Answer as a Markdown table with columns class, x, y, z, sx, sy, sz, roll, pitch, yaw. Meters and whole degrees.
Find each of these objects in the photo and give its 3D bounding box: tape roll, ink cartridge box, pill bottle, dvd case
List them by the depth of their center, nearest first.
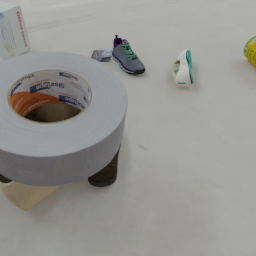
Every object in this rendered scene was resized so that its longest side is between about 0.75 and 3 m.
| class | x | y | z | sx | sy | sz | roll | pitch | yaw |
| --- | --- | --- | --- | --- | --- | --- | --- | --- | --- |
| tape roll | -1.279 | -0.279 | 4.790 | 2.501 | 0.826 | 2.501 | 4 | 47 | -4 |
| pill bottle | 5.142 | -2.622 | 10.293 | 1.054 | 1.054 | 1.897 | -6 | 41 | -7 |
| ink cartridge box | -5.460 | -3.591 | 10.803 | 1.854 | 1.862 | 2.563 | 19 | 44 | 21 |
| dvd case | -1.094 | -2.987 | 11.484 | 0.762 | 0.082 | 1.025 | 2 | 40 | 3 |

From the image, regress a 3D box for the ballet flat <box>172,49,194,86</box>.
| class | x | y | z | sx | sy | sz | roll | pitch | yaw |
| --- | --- | --- | --- | --- | --- | --- | --- | --- | --- |
| ballet flat | 1.962 | -2.218 | 10.179 | 0.763 | 0.763 | 2.197 | 5 | 41 | 6 |

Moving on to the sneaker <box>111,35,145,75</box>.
| class | x | y | z | sx | sy | sz | roll | pitch | yaw |
| --- | --- | --- | --- | --- | --- | --- | --- | --- | --- |
| sneaker | -0.061 | -2.784 | 10.597 | 0.778 | 0.915 | 2.090 | -22 | 44 | -24 |

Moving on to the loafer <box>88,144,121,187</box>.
| class | x | y | z | sx | sy | sz | roll | pitch | yaw |
| --- | --- | --- | --- | --- | --- | --- | --- | --- | --- |
| loafer | -0.586 | 0.269 | 7.006 | 0.906 | 0.885 | 2.482 | -4 | 40 | -4 |

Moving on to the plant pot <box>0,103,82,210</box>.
| class | x | y | z | sx | sy | sz | roll | pitch | yaw |
| --- | --- | --- | --- | --- | --- | --- | --- | --- | --- |
| plant pot | -2.076 | 0.410 | 5.881 | 2.175 | 1.928 | 2.178 | 38 | 52 | 22 |

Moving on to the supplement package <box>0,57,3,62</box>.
| class | x | y | z | sx | sy | sz | roll | pitch | yaw |
| --- | --- | --- | --- | --- | --- | --- | --- | --- | --- |
| supplement package | -4.329 | -1.446 | 8.832 | 0.816 | 0.847 | 1.490 | -19 | 41 | 17 |
